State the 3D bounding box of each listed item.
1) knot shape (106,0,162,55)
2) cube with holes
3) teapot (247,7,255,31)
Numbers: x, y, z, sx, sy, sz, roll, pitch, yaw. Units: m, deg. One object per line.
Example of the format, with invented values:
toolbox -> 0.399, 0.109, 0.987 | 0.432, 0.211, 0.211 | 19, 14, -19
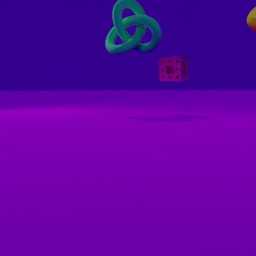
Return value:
knot shape -> 0.270, -3.468, 10.095 | 1.935, 2.068, 0.955 | 22, 8, 2
cube with holes -> 1.722, -2.212, 10.393 | 0.847, 0.847, 0.847 | 7, 18, 31
teapot -> 4.155, -3.265, 8.516 | 0.938, 1.509, 0.739 | -10, -43, 40
